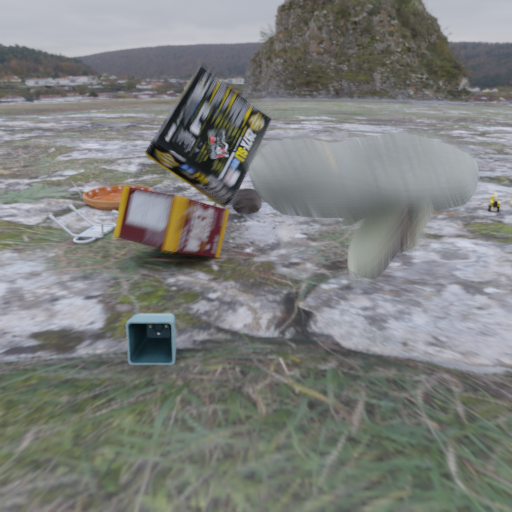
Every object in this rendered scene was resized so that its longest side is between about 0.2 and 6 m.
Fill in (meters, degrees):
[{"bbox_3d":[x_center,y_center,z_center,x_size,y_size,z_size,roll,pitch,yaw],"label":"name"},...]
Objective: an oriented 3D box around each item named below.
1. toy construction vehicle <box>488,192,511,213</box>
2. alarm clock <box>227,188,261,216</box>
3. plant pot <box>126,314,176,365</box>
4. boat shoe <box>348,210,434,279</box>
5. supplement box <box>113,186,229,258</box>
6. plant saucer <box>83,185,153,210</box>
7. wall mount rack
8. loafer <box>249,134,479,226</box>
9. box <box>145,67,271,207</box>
[{"bbox_3d":[6.649,-1.380,14.684,1.025,0.414,1.177,8,22,22],"label":"toy construction vehicle"},{"bbox_3d":[-0.157,-1.469,14.337,1.111,0.370,0.749,-31,51,-29],"label":"alarm clock"},{"bbox_3d":[-1.406,1.093,7.763,0.630,0.629,0.642,0,14,0],"label":"plant pot"},{"bbox_3d":[2.071,-0.493,7.915,0.814,0.716,2.288,-7,42,53],"label":"boat shoe"},{"bbox_3d":[-1.669,-0.661,11.176,1.545,1.026,1.524,14,3,33],"label":"supplement box"},{"bbox_3d":[-3.786,-1.602,15.462,1.905,0.307,1.905,1,20,0],"label":"plant saucer"},{"bbox_3d":[-3.887,-0.761,12.809,1.300,0.558,1.497,4,20,12],"label":"wall mount rack"},{"bbox_3d":[1.396,-0.972,7.637,3.143,1.097,1.099,9,56,34],"label":"loafer"},{"bbox_3d":[-0.964,-2.604,12.123,0.624,2.020,2.530,-32,31,52],"label":"box"}]
